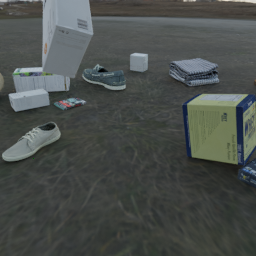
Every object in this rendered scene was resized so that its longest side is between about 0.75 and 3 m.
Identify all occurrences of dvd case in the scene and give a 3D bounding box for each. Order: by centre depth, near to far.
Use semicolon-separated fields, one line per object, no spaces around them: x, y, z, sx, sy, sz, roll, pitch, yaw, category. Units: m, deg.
-2.202;-0.943;10.723;0.998;0.110;0.728;-23;35;-37;dvd case

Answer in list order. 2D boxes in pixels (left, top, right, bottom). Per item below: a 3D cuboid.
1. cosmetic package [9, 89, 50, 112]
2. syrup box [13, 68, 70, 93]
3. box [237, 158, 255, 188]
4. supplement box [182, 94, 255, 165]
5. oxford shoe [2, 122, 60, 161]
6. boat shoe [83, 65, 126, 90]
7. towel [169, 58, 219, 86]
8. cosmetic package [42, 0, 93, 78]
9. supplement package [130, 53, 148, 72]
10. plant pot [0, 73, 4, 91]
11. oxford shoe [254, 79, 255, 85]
-3.680;-1.061;10.489;1.285;0.521;0.725;-18;30;-30;cosmetic package
-3.696;-2.107;12.166;2.237;0.911;0.881;-5;28;-8;syrup box
3.264;1.128;6.341;0.928;0.300;1.177;-18;32;-34;box
2.317;-0.028;7.073;1.487;1.488;0.999;6;25;38;supplement box
-2.641;0.326;7.712;0.697;0.535;1.854;20;35;29;oxford shoe
-1.144;-2.505;12.989;1.028;0.872;2.824;-21;33;-36;boat shoe
3.142;-2.756;13.485;1.719;0.888;2.076;-10;28;-17;towel
-1.341;-2.493;5.814;0.712;1.160;2.811;6;54;-24;cosmetic package
0.595;-3.553;15.148;0.794;0.830;0.611;14;30;25;supplement package
-5.605;-1.453;10.610;1.394;1.394;1.488;-3;42;-6;plant pot
6.722;-2.046;12.162;2.344;0.835;0.836;24;34;36;oxford shoe
